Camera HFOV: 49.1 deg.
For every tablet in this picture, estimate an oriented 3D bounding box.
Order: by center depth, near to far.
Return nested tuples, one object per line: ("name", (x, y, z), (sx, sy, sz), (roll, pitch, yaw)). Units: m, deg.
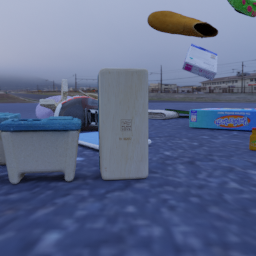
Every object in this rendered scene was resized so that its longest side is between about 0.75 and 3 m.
("tablet", (-0.551, 0.258, 6.045), (1.237, 0.130, 1.901), (-5, 7, -36))

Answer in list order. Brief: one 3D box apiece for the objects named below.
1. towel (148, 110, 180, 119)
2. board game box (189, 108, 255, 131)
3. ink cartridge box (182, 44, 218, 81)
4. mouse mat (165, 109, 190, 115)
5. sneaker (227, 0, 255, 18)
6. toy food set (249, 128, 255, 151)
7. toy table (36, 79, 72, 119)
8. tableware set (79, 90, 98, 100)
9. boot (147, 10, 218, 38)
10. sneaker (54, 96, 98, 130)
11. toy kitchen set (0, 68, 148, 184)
("towel", (1.156, -0.679, 13.328), (2.279, 0.393, 1.510), (5, 9, 35))
("board game box", (3.609, -0.315, 8.991), (2.696, 0.606, 2.050), (4, 8, 34))
("ink cartridge box", (1.430, -1.314, 5.485), (0.611, 0.215, 1.024), (22, 40, 3))
("mouse mat", (2.795, -0.786, 13.942), (1.848, 0.086, 2.297), (7, 0, 10))
("sneaker", (3.581, -4.111, 9.104), (1.863, 0.715, 0.780), (14, 15, -42))
("toy food set", (2.725, 0.220, 5.061), (0.928, 0.418, 0.443), (5, 8, 37))
("toy table", (-2.025, -0.642, 8.837), (1.654, 1.521, 0.969), (-14, -12, -22))
("tableware set", (-1.534, -1.270, 14.072), (1.724, 0.523, 2.607), (-4, 29, -30))
("boot", (1.531, -2.908, 7.846), (1.781, 0.627, 1.275), (6, 20, -15))
("sneaker", (-0.829, -0.392, 8.261), (2.652, 1.022, 1.086), (-6, 15, -41))
("toy kitchen set", (-0.998, -0.116, 3.981), (2.243, 1.322, 1.797), (-1, 6, -10))
